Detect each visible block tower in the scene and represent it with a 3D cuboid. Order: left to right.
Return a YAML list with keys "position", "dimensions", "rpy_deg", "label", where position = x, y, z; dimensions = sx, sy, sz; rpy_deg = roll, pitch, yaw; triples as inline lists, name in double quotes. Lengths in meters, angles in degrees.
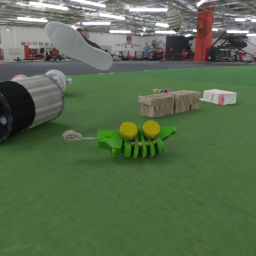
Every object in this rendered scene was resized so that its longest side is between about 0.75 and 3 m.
- position: [1.638, -0.972, 10.956]
  dimensions: [2.687, 0.777, 0.726]
  rpy_deg: [-10, 19, -36]
  label: "block tower"

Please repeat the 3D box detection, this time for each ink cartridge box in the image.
- position: [4.131, -1.471, 13.024]
  dimensions: [0.871, 0.505, 1.496]
  rpy_deg: [-11, 20, -32]
  label: "ink cartridge box"

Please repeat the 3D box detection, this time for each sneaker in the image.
- position: [-1.768, -2.834, 9.667]
  dimensions: [2.481, 0.877, 1.230]
  rpy_deg: [25, 12, -32]
  label: "sneaker"

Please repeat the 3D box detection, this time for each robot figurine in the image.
- position: [-3.890, -2.385, 14.753]
  dimensions: [1.896, 1.263, 2.236]
  rpy_deg: [-4, 17, -7]
  label: "robot figurine"

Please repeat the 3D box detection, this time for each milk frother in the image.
- position: [-3.706, -1.242, 8.286]
  dimensions: [2.533, 2.806, 2.639]
  rpy_deg: [1, 16, 18]
  label: "milk frother"

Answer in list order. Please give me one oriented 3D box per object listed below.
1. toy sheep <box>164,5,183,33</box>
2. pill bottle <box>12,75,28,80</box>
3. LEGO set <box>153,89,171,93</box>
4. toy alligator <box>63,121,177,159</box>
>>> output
- position: [1.429, -3.375, 8.705]
  dimensions: [0.564, 0.818, 0.564]
  rpy_deg: [-16, 33, 11]
  label: "toy sheep"
- position: [-5.278, -1.982, 13.747]
  dimensions: [1.088, 1.088, 1.938]
  rpy_deg: [-5, 17, -17]
  label: "pill bottle"
- position: [1.694, -1.561, 13.337]
  dimensions: [0.601, 0.558, 1.463]
  rpy_deg: [0, 10, -13]
  label: "LEGO set"
- position: [-0.109, 0.377, 6.513]
  dimensions: [2.722, 0.807, 0.739]
  rpy_deg: [-4, 58, -12]
  label: "toy alligator"
